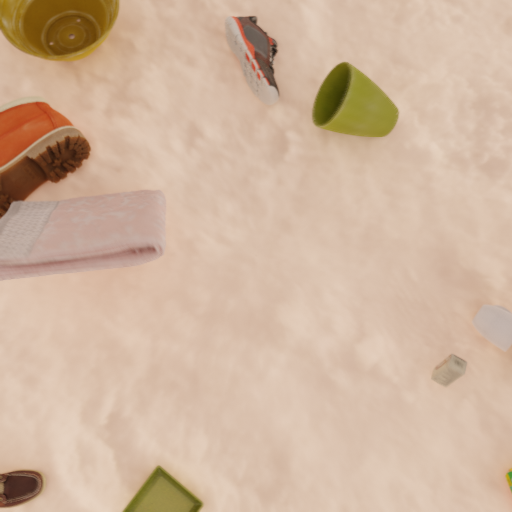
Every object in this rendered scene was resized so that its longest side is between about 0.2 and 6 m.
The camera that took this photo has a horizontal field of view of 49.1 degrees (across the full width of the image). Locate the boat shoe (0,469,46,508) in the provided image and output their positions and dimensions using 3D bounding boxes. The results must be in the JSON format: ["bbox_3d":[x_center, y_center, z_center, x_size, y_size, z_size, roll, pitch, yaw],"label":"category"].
[{"bbox_3d":[-4.327,3.864,9.176,1.629,0.586,0.587,-5,73,-1],"label":"boat shoe"}]

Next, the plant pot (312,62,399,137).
[{"bbox_3d":[2.028,-2.880,10.936,1.397,1.307,1.307,17,72,-24],"label":"plant pot"}]

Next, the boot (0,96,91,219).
[{"bbox_3d":[-5.013,-1.803,10.709,3.281,1.231,1.759,-35,69,-16],"label":"boot"}]

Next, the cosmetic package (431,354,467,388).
[{"bbox_3d":[3.307,1.973,9.612,0.319,0.618,0.270,29,53,3],"label":"cosmetic package"}]

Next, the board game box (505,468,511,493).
[{"bbox_3d":[5.148,3.790,9.377,1.867,0.280,0.892,-16,73,-7],"label":"board game box"}]

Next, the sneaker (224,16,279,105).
[{"bbox_3d":[0.120,-4.162,11.549,0.908,0.854,2.217,-21,75,-13],"label":"sneaker"}]

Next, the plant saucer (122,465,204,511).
[{"bbox_3d":[-1.543,4.189,9.258,1.016,0.243,1.014,36,76,11],"label":"plant saucer"}]

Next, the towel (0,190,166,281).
[{"bbox_3d":[-2.941,-0.474,9.354,2.866,3.001,0.484,-6,113,-6],"label":"towel"}]

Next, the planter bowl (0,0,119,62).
[{"bbox_3d":[-3.953,-4.837,11.626,2.439,1.016,2.439,0,73,0],"label":"planter bowl"}]

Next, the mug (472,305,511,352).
[{"bbox_3d":[4.341,1.188,10.041,0.745,0.627,0.850,35,45,22],"label":"mug"}]
